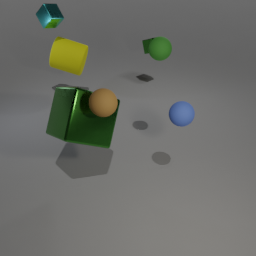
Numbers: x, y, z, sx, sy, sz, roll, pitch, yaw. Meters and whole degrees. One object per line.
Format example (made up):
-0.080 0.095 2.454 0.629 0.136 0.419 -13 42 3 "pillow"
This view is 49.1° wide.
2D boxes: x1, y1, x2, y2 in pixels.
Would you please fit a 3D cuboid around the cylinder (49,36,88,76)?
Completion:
-2.658 -3.242 12.673 1.400 1.400 1.400 16 32 -6 "cylinder"

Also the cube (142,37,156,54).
1.263 -4.262 14.437 0.700 0.700 0.700 -25 20 -38 "cube"

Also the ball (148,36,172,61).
0.956 -2.364 8.351 0.700 0.700 0.700 0 32 0 "ball"

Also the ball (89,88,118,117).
-0.605 -0.618 6.842 0.700 0.700 0.700 0 32 0 "ball"

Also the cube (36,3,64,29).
-3.195 -4.580 11.472 0.700 0.700 0.700 -27 2 41 "cube"

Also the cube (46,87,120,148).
-1.285 -0.308 7.897 1.400 1.400 1.400 13 0 -37 "cube"

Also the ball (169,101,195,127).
1.471 -0.387 7.688 0.700 0.700 0.700 0 32 0 "ball"
